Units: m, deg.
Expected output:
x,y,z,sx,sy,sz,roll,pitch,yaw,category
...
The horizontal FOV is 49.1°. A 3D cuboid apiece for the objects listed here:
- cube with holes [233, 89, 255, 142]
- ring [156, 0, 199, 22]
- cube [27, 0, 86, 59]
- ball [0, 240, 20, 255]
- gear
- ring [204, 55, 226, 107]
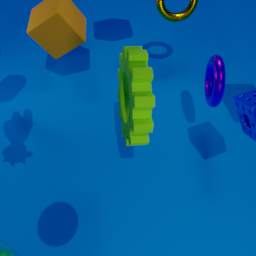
x,y,z,sx,sy,sz,roll,pitch,yaw,category
2.591,-0.278,5.222,0.787,0.787,0.787,-21,19,5,cube with holes
1.400,-3.666,7.960,1.239,1.239,0.248,-4,30,-3,ring
-2.090,-3.076,8.394,1.207,1.207,1.207,-23,51,22,cube
-1.326,1.414,2.310,0.977,0.977,0.977,0,52,0,ball
0.103,-0.609,5.546,0.353,1.910,1.910,-3,52,-10,gear
2.140,-1.157,6.949,0.258,1.290,1.290,1,52,4,ring
